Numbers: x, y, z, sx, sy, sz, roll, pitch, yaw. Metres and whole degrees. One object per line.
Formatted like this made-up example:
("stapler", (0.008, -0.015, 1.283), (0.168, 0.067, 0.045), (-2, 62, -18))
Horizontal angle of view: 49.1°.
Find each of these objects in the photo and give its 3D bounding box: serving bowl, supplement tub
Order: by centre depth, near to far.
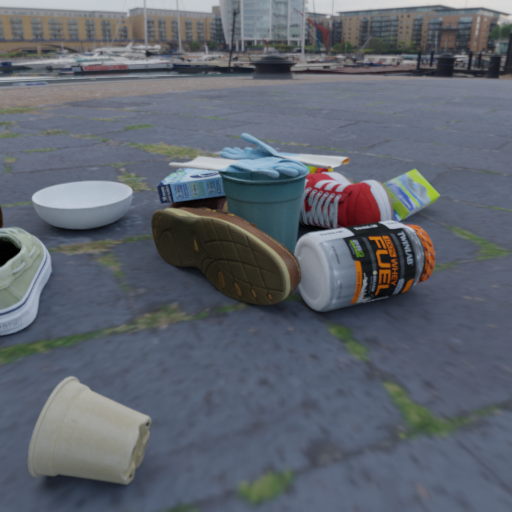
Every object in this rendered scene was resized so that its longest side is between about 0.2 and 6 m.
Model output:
("supplement tub", (1.687, 0.113, 8.721), (1.986, 1.217, 1.217), (-10, 25, -21))
("serving bowl", (-3.723, -1.039, 12.162), (2.081, 0.684, 2.081), (1, 23, 0))

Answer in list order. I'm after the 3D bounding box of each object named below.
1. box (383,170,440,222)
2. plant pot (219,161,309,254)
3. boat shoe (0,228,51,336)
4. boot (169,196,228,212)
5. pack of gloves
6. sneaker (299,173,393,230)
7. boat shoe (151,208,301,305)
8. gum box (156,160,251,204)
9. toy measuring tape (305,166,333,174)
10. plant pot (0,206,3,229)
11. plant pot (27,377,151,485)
("box", (3.414, -1.386, 12.713), (1.465, 0.349, 0.893), (-26, 71, -37))
("plant pot", (0.139, -0.826, 10.458), (1.644, 1.610, 1.644), (0, 23, 0))
("boat shoe", (-3.956, 0.089, 9.024), (1.181, 1.017, 3.280), (-8, 24, -19))
("boot", (-1.132, -0.985, 12.324), (1.668, 0.725, 2.005), (-7, 22, 11))
("pack of gloves", (0.086, -1.932, 10.405), (2.636, 0.520, 2.214), (11, 20, 31))
("sneaker", (1.246, -1.039, 11.413), (1.983, 1.256, 3.525), (-2, 15, -15))
("boat shoe", (-0.438, -0.219, 9.461), (1.182, 1.260, 3.501), (-20, 27, -35))
("gum box", (-0.959, -1.707, 12.473), (2.056, 0.458, 1.747), (-7, 20, 10))
("toy measuring tape", (1.301, -2.193, 14.920), (2.017, 0.742, 0.742), (-17, 28, -34))
("plant pot", (-6.000, -0.686, 10.562), (1.654, 1.546, 1.546), (-9, 20, 14))
("plant pot", (-1.527, 1.750, 5.368), (0.879, 0.961, 0.961), (15, 25, 6))
